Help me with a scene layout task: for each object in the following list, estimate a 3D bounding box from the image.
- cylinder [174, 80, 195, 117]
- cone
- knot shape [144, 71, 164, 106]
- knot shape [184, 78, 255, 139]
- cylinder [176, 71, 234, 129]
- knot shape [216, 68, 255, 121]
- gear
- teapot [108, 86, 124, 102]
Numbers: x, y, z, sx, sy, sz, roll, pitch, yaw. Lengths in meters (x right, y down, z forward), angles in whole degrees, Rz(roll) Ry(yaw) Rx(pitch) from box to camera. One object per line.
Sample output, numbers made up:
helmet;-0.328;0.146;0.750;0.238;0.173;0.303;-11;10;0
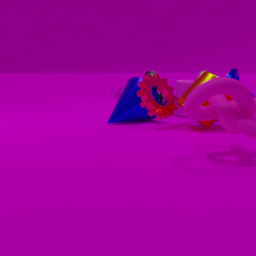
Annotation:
cylinder;2.161;-1.011;9.487;1.129;1.129;1.129;2;15;-1
cone;-0.061;-0.522;8.313;1.478;1.472;1.472;-36;29;-26
knot shape;0.869;-1.325;9.810;0.673;1.363;1.457;-7;17;27
knot shape;1.937;-0.300;4.904;1.597;0.789;1.707;20;4;32
cylinder;2.048;-0.737;7.387;1.113;1.113;1.113;40;5;-5
knot shape;3.229;-0.904;8.743;1.557;1.664;0.769;26;13;-26
gear;0.813;-0.860;7.578;1.270;1.270;0.235;-11;-11;-41
teapot;-0.086;-1.400;11.842;1.640;0.803;1.020;10;-2;3
